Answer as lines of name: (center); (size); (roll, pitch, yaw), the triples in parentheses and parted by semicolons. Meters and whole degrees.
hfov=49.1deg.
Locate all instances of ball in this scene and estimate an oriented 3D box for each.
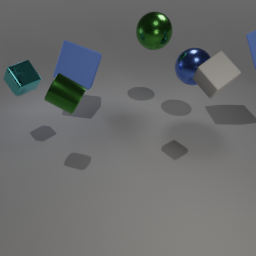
ball: (1.003, -3.705, 10.731); (1.400, 1.400, 1.400); (0, 33, 0)
ball: (2.480, -2.313, 10.591); (1.400, 1.400, 1.400); (0, 33, 0)

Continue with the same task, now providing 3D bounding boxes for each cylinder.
cylinder: (-1.412, -0.771, 6.331); (0.700, 0.700, 0.700); (29, 31, -14)

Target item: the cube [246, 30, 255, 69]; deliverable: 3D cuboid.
cube: (4.906, -2.471, 9.159); (1.400, 1.400, 1.400); (-19, 63, 33)

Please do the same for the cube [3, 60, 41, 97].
cube: (-3.115, -1.451, 8.254); (0.700, 0.700, 0.700); (-35, 91, -37)

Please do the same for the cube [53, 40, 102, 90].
cube: (-1.894, -2.395, 10.775); (1.400, 1.400, 1.400); (19, 10, -8)

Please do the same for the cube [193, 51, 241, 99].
cube: (2.080, -1.248, 6.655); (0.700, 0.700, 0.700); (-36, 79, -6)
